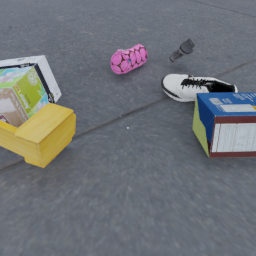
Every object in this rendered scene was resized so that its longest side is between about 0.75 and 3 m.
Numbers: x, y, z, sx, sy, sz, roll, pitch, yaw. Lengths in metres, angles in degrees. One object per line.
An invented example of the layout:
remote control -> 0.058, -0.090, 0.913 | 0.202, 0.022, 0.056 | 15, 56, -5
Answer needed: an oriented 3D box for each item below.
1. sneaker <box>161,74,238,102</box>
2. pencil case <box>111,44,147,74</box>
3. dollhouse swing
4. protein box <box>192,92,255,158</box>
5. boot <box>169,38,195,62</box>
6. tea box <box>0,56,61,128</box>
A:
sneaker -> 2.379, -1.375, 9.339 | 2.797, 1.119, 1.031 | 19, 76, 25
pencil case -> 0.104, -2.836, 11.281 | 0.909, 0.938, 2.003 | 2, 24, 25
dollhouse swing -> -2.379, -0.025, 6.913 | 1.503, 1.710, 1.554 | 38, 63, 8
protein box -> 2.869, -0.147, 7.568 | 1.762, 1.189, 1.749 | -1, 25, -2
boot -> 2.075, -2.962, 11.159 | 0.541, 1.020, 1.550 | 52, 34, -3
tea box -> -3.603, -0.929, 8.308 | 2.231, 1.491, 2.195 | -3, 39, 17
